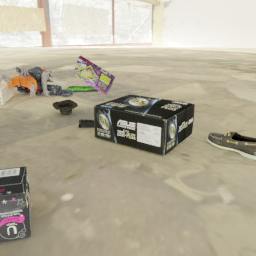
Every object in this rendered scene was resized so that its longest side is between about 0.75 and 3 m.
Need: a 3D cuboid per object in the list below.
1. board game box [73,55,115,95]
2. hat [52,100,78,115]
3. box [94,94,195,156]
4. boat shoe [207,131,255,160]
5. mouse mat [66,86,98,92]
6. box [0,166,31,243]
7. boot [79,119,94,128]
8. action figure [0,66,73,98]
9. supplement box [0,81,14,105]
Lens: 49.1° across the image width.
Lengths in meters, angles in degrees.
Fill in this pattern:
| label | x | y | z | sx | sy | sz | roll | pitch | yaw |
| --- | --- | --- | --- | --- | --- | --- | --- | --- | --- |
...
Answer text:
| label | x | y | z | sx | sy | sz | roll | pitch | yaw |
| --- | --- | --- | --- | --- | --- | --- | --- | --- | --- |
| board game box | -0.991 | -1.507 | 8.084 | 1.167 | 0.700 | 0.188 | 32 | 42 | 0 |
| hat | -2.153 | -0.660 | 9.679 | 0.911 | 0.367 | 0.911 | 0 | 28 | 0 |
| box | 0.442 | -0.194 | 7.507 | 2.140 | 0.922 | 1.753 | 13 | 23 | 32 |
| boat shoe | 2.608 | 0.312 | 6.802 | 0.532 | 0.449 | 1.493 | -16 | 25 | -38 |
| mouse mat | -2.185 | -1.906 | 13.611 | 1.567 | 0.059 | 1.261 | -2 | 20 | -2 |
| box | -2.125 | 1.140 | 4.020 | 1.351 | 0.775 | 0.892 | -5 | 19 | -17 |
| boot | -1.097 | -0.195 | 8.574 | 0.781 | 0.256 | 0.644 | -4 | 18 | 1 |
| action figure | -3.767 | -2.012 | 11.886 | 2.731 | 1.429 | 2.642 | 6 | 20 | 6 |
| supplement box | -5.429 | -1.437 | 11.401 | 1.094 | 0.638 | 1.736 | -2 | 20 | -6 |
